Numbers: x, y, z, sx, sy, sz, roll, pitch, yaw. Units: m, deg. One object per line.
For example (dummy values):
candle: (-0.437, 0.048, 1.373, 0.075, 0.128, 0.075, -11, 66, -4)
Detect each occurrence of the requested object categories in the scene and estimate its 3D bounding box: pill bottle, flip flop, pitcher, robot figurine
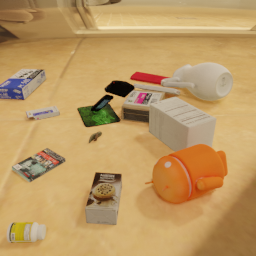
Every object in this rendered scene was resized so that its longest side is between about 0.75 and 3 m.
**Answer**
pill bottle: (-2.414, 2.492, 6.695, 0.811, 0.456, 0.456, 0, 30, -1)
flip flop: (-1.209, 0.359, 10.585, 0.218, 0.306, 0.756, 33, 36, 22)
pitcher: (3.317, -2.254, 13.747, 2.533, 1.790, 2.953, -22, 27, -25)
robot figurine: (1.714, 1.264, 7.877, 2.386, 1.391, 1.716, -16, 51, -24)

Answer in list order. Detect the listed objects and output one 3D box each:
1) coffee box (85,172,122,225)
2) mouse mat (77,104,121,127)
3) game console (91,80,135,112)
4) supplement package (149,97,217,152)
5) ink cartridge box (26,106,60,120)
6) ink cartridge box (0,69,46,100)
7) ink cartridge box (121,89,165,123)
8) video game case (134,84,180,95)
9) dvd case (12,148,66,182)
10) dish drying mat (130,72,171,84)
coffee box: (-0.622, 1.879, 7.634, 0.801, 0.566, 1.418, 2, 30, 3)
mouse mat: (-1.328, -0.610, 12.434, 1.573, 0.074, 1.954, -10, 33, -17)
game console: (-0.755, -1.313, 12.064, 1.219, 2.067, 0.249, 10, 50, -50)
supplement package: (1.909, -0.083, 10.275, 1.299, 1.294, 2.214, -17, 34, -26)
ink cartridge box: (-3.747, -0.647, 12.313, 1.355, 0.251, 0.642, -12, 33, -24)
ink cartridge box: (-5.570, -2.395, 14.909, 1.373, 0.646, 2.921, 2, 30, 6)
ink cartridge box: (0.708, -0.994, 12.410, 1.583, 0.722, 1.922, 8, 33, 12)
video game case: (1.469, -1.898, 13.796, 2.004, 0.230, 1.826, 10, 7, 17)
dvd case: (-2.931, 1.185, 9.247, 1.028, 0.155, 1.409, 22, 36, 33)
dish drying mat: (1.465, -2.802, 16.049, 2.574, 0.234, 0.989, 15, 34, 22)
